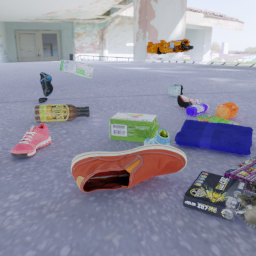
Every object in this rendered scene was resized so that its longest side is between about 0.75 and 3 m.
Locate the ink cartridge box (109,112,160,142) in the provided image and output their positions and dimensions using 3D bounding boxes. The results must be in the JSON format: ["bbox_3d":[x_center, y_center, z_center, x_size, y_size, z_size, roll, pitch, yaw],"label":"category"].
[{"bbox_3d":[0.349,-0.201,10.978,1.586,0.813,2.146,5,19,15],"label":"ink cartridge box"}]

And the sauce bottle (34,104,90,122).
[{"bbox_3d":[-2.948,-0.708,12.640,2.431,0.786,0.786,-4,18,-11],"label":"sauce bottle"}]

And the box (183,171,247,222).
[{"bbox_3d":[2.010,1.501,6.399,1.108,0.338,1.375,14,22,29],"label":"box"}]

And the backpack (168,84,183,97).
[{"bbox_3d":[2.985,-2.385,17.911,0.905,0.796,0.694,10,17,37],"label":"backpack"}]

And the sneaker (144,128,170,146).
[{"bbox_3d":[0.969,0.350,9.190,0.515,0.845,1.295,-12,20,-30],"label":"sneaker"}]

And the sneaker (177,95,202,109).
[{"bbox_3d":[3.350,-1.370,15.107,0.918,0.572,1.713,-3,21,-14],"label":"sneaker"}]

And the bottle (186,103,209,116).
[{"bbox_3d":[3.486,-0.933,13.857,1.429,0.467,0.597,-16,23,-41],"label":"bottle"}]

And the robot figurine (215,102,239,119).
[{"bbox_3d":[4.590,-0.804,12.995,1.288,0.751,0.927,-16,28,-40],"label":"robot figurine"}]

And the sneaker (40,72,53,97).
[{"bbox_3d":[-3.280,-1.742,11.200,0.459,1.120,0.410,34,47,18],"label":"sneaker"}]

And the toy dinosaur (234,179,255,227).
[{"bbox_3d":[3.056,1.625,5.680,2.068,0.796,1.058,8,31,4],"label":"toy dinosaur"}]

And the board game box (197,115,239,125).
[{"bbox_3d":[3.836,-0.265,12.143,0.832,0.261,1.742,-8,22,-26],"label":"board game box"}]

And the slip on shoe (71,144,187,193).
[{"bbox_3d":[0.102,1.065,6.943,2.946,1.091,0.901,-4,42,-14],"label":"slip on shoe"}]

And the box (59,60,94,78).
[{"bbox_3d":[-2.524,-2.912,13.810,1.107,0.607,1.255,14,4,30],"label":"box"}]

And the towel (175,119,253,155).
[{"bbox_3d":[3.004,0.345,9.786,2.453,0.608,1.811,8,26,23],"label":"towel"}]

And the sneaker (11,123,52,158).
[{"bbox_3d":[-3.213,0.365,9.190,0.693,0.816,1.881,4,19,14],"label":"sneaker"}]

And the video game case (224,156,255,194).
[{"bbox_3d":[3.603,1.263,7.192,1.692,0.303,1.534,-14,22,-38],"label":"video game case"}]

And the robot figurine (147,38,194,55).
[{"bbox_3d":[1.022,-1.917,6.594,1.118,0.325,0.811,-17,18,-38],"label":"robot figurine"}]

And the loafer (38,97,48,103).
[{"bbox_3d":[-4.974,-1.649,16.392,0.309,0.299,0.881,-7,13,8],"label":"loafer"}]
